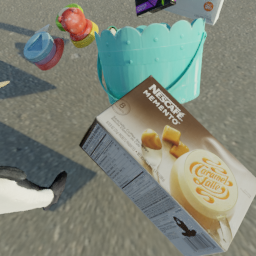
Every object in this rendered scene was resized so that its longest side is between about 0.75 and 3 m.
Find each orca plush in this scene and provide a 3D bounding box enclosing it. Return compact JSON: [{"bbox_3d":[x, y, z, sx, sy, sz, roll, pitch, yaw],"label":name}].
[{"bbox_3d":[-1.785,0.598,3.681,2.424,1.275,0.862,8,46,-54],"label":"orca plush"}]

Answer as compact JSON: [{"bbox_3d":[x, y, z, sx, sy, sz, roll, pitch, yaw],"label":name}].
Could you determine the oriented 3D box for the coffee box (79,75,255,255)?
[{"bbox_3d":[0.695,0.614,4.789,2.660,1.060,1.521,46,53,5],"label":"coffee box"}]

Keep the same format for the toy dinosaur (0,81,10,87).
[{"bbox_3d":[-2.092,-0.185,2.574,1.793,0.522,0.907,-8,62,-8],"label":"toy dinosaur"}]

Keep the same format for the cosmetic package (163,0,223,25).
[{"bbox_3d":[1.749,-4.387,8.412,2.448,1.846,0.632,23,55,15],"label":"cosmetic package"}]

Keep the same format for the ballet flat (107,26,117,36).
[{"bbox_3d":[-0.595,-2.856,9.323,0.489,0.511,1.451,7,60,-9],"label":"ballet flat"}]

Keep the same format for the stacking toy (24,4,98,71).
[{"bbox_3d":[-2.069,-2.798,7.794,2.119,0.895,1.918,-31,56,12],"label":"stacking toy"}]

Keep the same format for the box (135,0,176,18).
[{"bbox_3d":[0.636,-3.912,7.407,1.153,1.612,0.291,-4,3,42],"label":"box"}]

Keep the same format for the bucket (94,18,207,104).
[{"bbox_3d":[0.511,-1.520,6.452,2.552,1.660,2.552,-7,19,2],"label":"bucket"}]
